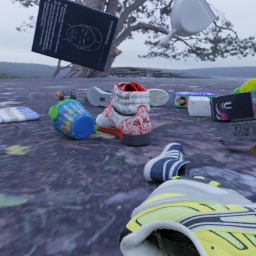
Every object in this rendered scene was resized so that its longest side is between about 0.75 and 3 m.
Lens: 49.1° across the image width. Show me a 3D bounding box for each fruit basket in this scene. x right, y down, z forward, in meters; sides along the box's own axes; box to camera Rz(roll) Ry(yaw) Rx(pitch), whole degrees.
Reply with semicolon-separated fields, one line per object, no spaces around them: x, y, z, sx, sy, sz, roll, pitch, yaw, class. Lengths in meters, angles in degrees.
5.143;-1.425;10.282;2.512;1.812;2.512;27;4;-2;fruit basket

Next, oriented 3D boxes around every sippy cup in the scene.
-1.392;-0.172;7.390;1.278;1.004;0.937;-20;32;-33;sippy cup

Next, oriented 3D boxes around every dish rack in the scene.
2.929;0.036;6.457;1.426;0.507;1.859;-9;-1;36;dish rack

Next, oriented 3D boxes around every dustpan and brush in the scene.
1.760;-3.406;9.268;1.463;2.097;0.600;43;-7;-26;dustpan and brush

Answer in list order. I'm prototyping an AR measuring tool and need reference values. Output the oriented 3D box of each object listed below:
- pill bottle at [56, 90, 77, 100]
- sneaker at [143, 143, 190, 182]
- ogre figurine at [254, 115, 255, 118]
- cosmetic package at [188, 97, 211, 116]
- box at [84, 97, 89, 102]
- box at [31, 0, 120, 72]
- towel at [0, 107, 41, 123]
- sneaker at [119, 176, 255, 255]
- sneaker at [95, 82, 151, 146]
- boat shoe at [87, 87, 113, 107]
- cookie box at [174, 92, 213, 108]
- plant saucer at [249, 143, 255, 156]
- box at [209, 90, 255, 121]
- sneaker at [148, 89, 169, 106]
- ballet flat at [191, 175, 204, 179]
-3.477;-1.859;15.788;1.096;0.582;0.582;-7;14;-30;pill bottle
0.843;0.603;4.763;0.668;0.432;1.231;3;18;35;sneaker
4.717;-0.483;8.376;1.463;1.197;2.440;24;36;21;ogre figurine
2.844;-0.890;11.190;0.803;0.633;1.493;3;13;9;cosmetic package
-1.616;-1.504;14.914;0.928;0.256;1.359;-9;15;-36;box
-2.003;-3.658;10.745;2.833;2.102;1.517;14;22;-14;box
-4.650;-0.444;9.933;2.619;0.312;1.924;-7;15;-30;towel
1.064;1.036;2.007;2.582;0.974;0.987;-3;14;42;sneaker
-0.185;-0.535;7.597;0.910;1.461;2.726;-5;13;-23;sneaker
-1.078;-1.391;13.294;0.713;0.864;2.517;-2;17;-39;boat shoe
3.090;-1.313;13.126;1.693;0.636;1.448;4;13;17;cookie box
3.449;0.433;5.935;1.618;0.286;1.618;0;13;0;plant saucer
3.584;-0.741;9.480;1.380;0.843;0.732;-7;5;38;box
0.765;-1.496;13.449;2.295;0.860;0.970;-3;17;-13;sneaker
1.085;0.867;3.968;0.289;0.289;0.803;-3;13;-16;ballet flat
